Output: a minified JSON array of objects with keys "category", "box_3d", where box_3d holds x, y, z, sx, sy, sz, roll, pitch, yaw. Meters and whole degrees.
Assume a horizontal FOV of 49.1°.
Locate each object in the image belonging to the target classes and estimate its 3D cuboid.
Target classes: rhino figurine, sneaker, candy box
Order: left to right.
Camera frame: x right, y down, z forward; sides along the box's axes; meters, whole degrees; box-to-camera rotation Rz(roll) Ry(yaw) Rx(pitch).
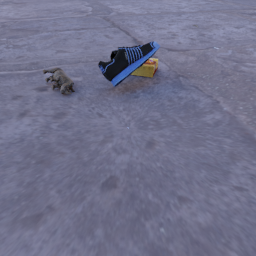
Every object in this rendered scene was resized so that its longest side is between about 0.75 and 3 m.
[{"category":"rhino figurine","box_3d":[-2.264,-1.573,9.485,0.712,0.487,1.629,-19,45,-28]},{"category":"sneaker","box_3d":[0.081,-2.442,9.518,0.963,0.867,2.472,49,61,-4]},{"category":"candy box","box_3d":[0.278,-2.416,10.857,1.647,0.465,0.961,11,33,13]}]
